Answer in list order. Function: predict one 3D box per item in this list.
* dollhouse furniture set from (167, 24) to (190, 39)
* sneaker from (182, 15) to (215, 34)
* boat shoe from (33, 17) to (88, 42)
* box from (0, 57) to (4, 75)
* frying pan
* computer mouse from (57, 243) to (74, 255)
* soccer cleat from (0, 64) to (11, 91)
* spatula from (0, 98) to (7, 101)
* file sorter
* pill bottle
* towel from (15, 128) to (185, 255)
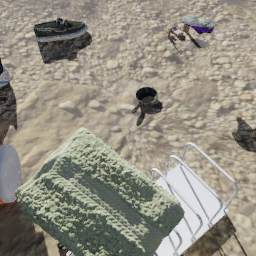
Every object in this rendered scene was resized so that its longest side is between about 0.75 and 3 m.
[{"bbox_3d":[2.225,-4.524,12.760,1.078,0.477,0.559,-25,57,-18],"label":"dollhouse furniture set"},{"bbox_3d":[2.599,-3.792,10.487,1.240,0.617,0.431,21,72,16],"label":"sneaker"},{"bbox_3d":[-2.973,-4.476,12.534,2.409,0.767,0.852,-17,54,-12],"label":"boat shoe"},{"bbox_3d":[-4.123,-1.651,7.238,0.536,1.851,2.328,8,44,1],"label":"box"},{"bbox_3d":[0.654,-0.969,10.202,0.843,0.227,1.394,7,55,6],"label":"frying pan"},{"bbox_3d":[-1.339,3.216,7.012,0.561,0.225,1.023,-23,50,-22],"label":"computer mouse"},{"bbox_3d":[-5.403,-1.491,10.024,0.892,1.102,2.554,27,56,21],"label":"soccer cleat"},{"bbox_3d":[-4.948,-1.012,10.181,1.376,0.141,0.389,-1,51,21],"label":"spatula"},{"bbox_3d":[1.117,1.923,7.068,2.725,1.697,1.891,-31,59,-22],"label":"file sorter"},{"bbox_3d":[-4.499,1.357,7.551,2.781,1.588,1.588,-5,53,-4],"label":"pill bottle"},{"bbox_3d":[-0.481,1.380,5.045,2.654,0.484,1.969,37,70,8],"label":"towel"}]
